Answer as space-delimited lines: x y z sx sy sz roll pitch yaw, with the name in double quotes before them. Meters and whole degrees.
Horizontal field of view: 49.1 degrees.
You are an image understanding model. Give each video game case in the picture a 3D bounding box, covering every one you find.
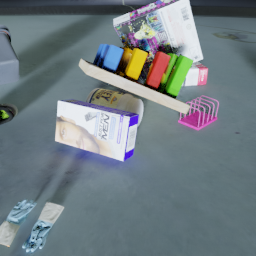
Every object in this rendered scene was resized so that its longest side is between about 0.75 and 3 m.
"video game case" 1.108 -2.938 9.384 2.369 2.613 0.468 -17 54 17

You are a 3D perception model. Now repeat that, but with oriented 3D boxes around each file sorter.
"file sorter" 2.145 -0.500 8.438 1.035 0.649 0.719 -24 37 -37

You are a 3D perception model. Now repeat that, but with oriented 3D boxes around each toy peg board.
"toy peg board" 0.241 -1.855 8.331 2.920 1.434 2.932 20 10 -18

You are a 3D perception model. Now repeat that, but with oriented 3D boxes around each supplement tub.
"supplement tub" -0.389 -0.532 8.072 1.442 1.045 1.045 14 32 24

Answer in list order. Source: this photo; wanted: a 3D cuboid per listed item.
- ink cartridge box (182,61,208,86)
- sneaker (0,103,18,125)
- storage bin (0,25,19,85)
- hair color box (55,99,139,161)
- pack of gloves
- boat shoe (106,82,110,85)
"ink cartridge box" 2.211 -2.273 11.608 1.744 0.736 1.263 -5 29 -9
"sneaker" -4.138 -0.376 8.237 1.667 0.615 0.729 -5 22 -19
"storage bin" -5.853 -2.579 11.235 2.897 2.108 1.946 -20 62 -33
"hair color box" -0.794 0.002 6.859 1.970 1.077 0.639 14 15 24
"pack of gloves" -1.728 1.717 4.937 0.853 0.200 1.016 14 35 6
"boat shoe" -0.462 -1.992 11.637 1.116 0.406 0.345 -15 75 -38
